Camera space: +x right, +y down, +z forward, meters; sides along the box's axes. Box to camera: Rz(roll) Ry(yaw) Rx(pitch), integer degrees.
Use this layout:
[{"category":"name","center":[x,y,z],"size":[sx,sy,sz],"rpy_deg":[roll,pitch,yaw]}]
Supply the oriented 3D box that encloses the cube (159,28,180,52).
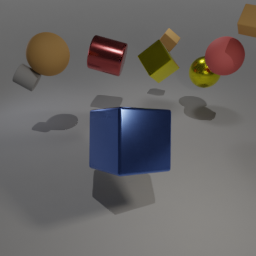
[{"category":"cube","center":[1.804,-3.888,12.558],"size":[0.700,0.700,0.700],"rpy_deg":[39,43,-7]}]

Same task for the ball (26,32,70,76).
[{"category":"ball","center":[-2.630,-2.421,9.224],"size":[1.400,1.400,1.400],"rpy_deg":[0,30,0]}]

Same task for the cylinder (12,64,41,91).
[{"category":"cylinder","center":[-3.419,-1.710,9.501],"size":[0.700,0.700,0.700],"rpy_deg":[29,27,-13]}]

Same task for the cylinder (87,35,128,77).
[{"category":"cylinder","center":[-0.853,-3.015,11.740],"size":[1.400,1.400,1.400],"rpy_deg":[16,31,1]}]

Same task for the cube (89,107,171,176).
[{"category":"cube","center":[0.025,0.272,6.492],"size":[1.400,1.400,1.400],"rpy_deg":[1,0,-34]}]

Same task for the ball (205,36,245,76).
[{"category":"ball","center":[3.568,-2.652,10.354],"size":[1.400,1.400,1.400],"rpy_deg":[0,30,0]}]

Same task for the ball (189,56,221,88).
[{"category":"ball","center":[3.422,-2.489,12.477],"size":[1.400,1.400,1.400],"rpy_deg":[0,30,0]}]

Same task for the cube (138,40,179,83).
[{"category":"cube","center":[0.806,-1.729,7.353],"size":[0.700,0.700,0.700],"rpy_deg":[62,19,19]}]

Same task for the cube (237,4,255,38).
[{"category":"cube","center":[3.964,-3.393,8.899],"size":[0.700,0.700,0.700],"rpy_deg":[24,0,26]}]
